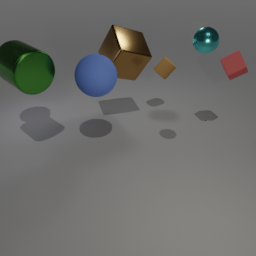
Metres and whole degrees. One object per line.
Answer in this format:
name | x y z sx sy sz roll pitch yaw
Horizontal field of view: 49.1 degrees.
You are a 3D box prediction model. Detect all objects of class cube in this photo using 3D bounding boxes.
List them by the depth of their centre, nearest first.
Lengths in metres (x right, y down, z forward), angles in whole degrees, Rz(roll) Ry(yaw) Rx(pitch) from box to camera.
cube | 3.876 -2.271 10.217 0.700 0.700 0.700 -24 -16 23
cube | -0.150 -2.895 10.953 1.400 1.400 1.400 3 56 -31

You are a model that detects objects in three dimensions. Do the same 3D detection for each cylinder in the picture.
cylinder | -3.297 -1.944 8.941 1.400 1.400 1.400 -27 44 -37
cylinder | 1.597 -2.586 12.065 0.700 0.700 0.700 37 21 -17

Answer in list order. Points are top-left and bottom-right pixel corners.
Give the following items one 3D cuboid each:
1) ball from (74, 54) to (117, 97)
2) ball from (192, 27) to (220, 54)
ball | -1.059 -1.727 9.258 1.400 1.400 1.400 0 31 0
ball | 2.087 -2.347 7.509 0.700 0.700 0.700 0 31 0
